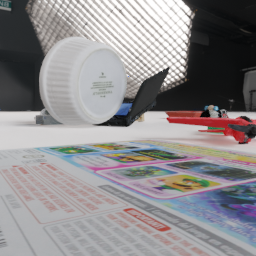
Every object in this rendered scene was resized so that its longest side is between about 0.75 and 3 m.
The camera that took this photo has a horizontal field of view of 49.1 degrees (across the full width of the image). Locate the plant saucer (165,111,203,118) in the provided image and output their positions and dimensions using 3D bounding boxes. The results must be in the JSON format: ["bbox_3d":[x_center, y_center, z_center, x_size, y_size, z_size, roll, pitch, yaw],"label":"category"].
[{"bbox_3d":[3.705,-0.726,15.837,2.375,0.436,2.370,-2,4,-34],"label":"plant saucer"}]

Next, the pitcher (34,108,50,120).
[{"bbox_3d":[-3.718,-0.740,13.688,1.315,0.929,1.533,-10,11,22],"label":"pitcher"}]

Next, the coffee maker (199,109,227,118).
[{"bbox_3d":[3.562,-0.502,11.762,0.888,0.598,0.853,-1,4,-18],"label":"coffee maker"}]

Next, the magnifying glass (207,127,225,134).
[{"bbox_3d":[3.229,0.048,7.024,2.409,0.270,0.959,0,4,27],"label":"magnifying glass"}]

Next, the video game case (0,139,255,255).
[{"bbox_3d":[-0.021,0.383,1.891,2.412,0.314,2.650,-2,4,-32],"label":"video game case"}]

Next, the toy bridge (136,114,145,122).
[{"bbox_3d":[-0.669,-0.406,12.001,2.649,0.360,0.890,0,5,13],"label":"toy bridge"}]

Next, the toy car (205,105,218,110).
[{"bbox_3d":[5.143,-0.912,16.775,0.877,0.776,0.808,11,-2,-35],"label":"toy car"}]

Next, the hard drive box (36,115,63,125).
[{"bbox_3d":[-2.964,-0.326,10.827,0.974,0.374,0.759,-3,5,-37],"label":"hard drive box"}]

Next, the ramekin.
[{"bbox_3d":[-1.249,-1.437,8.988,1.353,2.905,2.905,11,10,37],"label":"ramekin"}]

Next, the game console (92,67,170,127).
[{"bbox_3d":[0.125,-1.212,10.382,2.377,1.573,2.703,2,21,27],"label":"game console"}]

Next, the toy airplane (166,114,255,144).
[{"bbox_3d":[2.136,-0.010,5.669,2.817,0.518,2.817,1,4,0],"label":"toy airplane"}]
